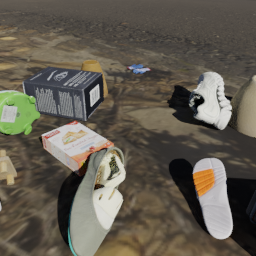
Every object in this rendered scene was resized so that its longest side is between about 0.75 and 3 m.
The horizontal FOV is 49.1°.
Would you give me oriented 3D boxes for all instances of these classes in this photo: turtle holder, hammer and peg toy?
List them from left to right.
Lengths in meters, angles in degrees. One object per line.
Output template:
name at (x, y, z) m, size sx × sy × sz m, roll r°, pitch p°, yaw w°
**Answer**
hammer and peg toy at (-3.307, 0.915, 6.430) m, size 1.190 × 1.618 × 0.571 m, roll -11°, pitch 63°, yaw -15°
turtle holder at (-3.740, -0.621, 9.100) m, size 1.326 × 1.419 × 1.868 m, roll 17°, pitch 36°, yaw 26°

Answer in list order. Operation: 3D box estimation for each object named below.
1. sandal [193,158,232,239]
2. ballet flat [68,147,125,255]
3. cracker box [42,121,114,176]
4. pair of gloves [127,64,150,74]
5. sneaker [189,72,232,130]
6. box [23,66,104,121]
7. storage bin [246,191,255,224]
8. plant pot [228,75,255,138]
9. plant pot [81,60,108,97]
sandal at (1.890, 1.587, 6.369) m, size 0.738 × 0.552 × 1.926 m, roll -4°, pitch 51°, yaw 10°
ballet flat at (-0.540, 1.352, 6.087) m, size 0.944 × 0.999 × 2.965 m, roll -25°, pitch 25°, yaw 16°
cracker box at (-1.455, 0.515, 8.064) m, size 1.835 × 0.529 × 1.229 m, roll 26°, pitch 40°, yaw 38°
pair of gloves at (0.522, -3.041, 14.385) m, size 0.932 × 0.132 × 1.159 m, roll -16°, pitch 36°, yaw -28°
sneaker at (2.743, -1.170, 9.915) m, size 1.182 × 1.096 × 2.917 m, roll 9°, pitch 38°, yaw -4°
box at (-2.329, -1.347, 10.453) m, size 2.395 × 1.249 × 1.772 m, roll 10°, pitch 32°, yaw 16°
storage bin at (3.471, 1.894, 5.092) m, size 2.028 × 1.476 × 1.362 m, roll 3°, pitch 41°, yaw 4°
plant pot at (4.573, -0.885, 9.337) m, size 2.313 × 1.553 × 2.313 m, roll -2°, pitch 33°, yaw 1°
plant pot at (-1.506, -2.061, 11.561) m, size 1.271 × 1.363 × 1.271 m, roll -1°, pitch 31°, yaw 1°
